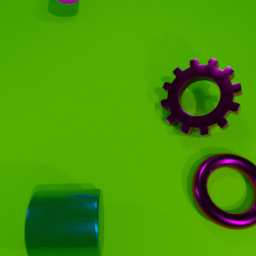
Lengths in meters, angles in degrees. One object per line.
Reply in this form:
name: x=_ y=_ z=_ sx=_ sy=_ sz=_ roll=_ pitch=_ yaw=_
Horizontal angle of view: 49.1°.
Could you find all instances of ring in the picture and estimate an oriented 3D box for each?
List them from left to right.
ring: x=2.409 y=1.434 z=6.559 sx=1.816 sy=0.363 sz=1.816 roll=0 pitch=62 yaw=0

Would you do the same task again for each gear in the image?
gear: x=1.845 y=-0.776 z=7.171 sx=1.981 sy=0.366 sz=1.981 roll=-5 pitch=78 yaw=24

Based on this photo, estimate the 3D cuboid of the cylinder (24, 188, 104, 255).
cylinder: x=-1.221 y=1.955 z=5.750 sx=1.367 sy=1.367 sz=1.367 roll=-2 pitch=63 yaw=-1

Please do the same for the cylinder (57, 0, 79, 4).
cylinder: x=-1.849 y=-4.472 z=8.505 sx=1.028 sy=1.028 sz=1.028 roll=-6 pitch=47 yaw=-3
